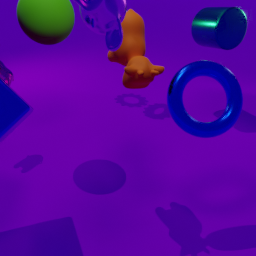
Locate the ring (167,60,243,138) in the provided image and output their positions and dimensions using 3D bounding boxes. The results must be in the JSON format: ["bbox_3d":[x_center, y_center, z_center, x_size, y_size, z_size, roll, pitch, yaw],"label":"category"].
[{"bbox_3d":[1.212,-0.455,4.402,1.228,1.228,0.246,-4,-4,-7],"label":"ring"}]

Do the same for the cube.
[{"bbox_3d":[-2.191,-0.283,4.162,1.053,1.053,1.053,-46,13,-10],"label":"cube"}]

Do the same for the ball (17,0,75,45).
[{"bbox_3d":[-1.651,-2.266,5.670,1.123,1.123,1.123,0,30,0],"label":"ball"}]

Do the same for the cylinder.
[{"bbox_3d":[2.601,-2.881,8.071,1.118,1.118,1.118,-13,26,-21],"label":"cylinder"}]

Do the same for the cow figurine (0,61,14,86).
[{"bbox_3d":[-2.948,-1.405,6.298,0.518,0.944,0.929,-11,55,40],"label":"cow figurine"}]

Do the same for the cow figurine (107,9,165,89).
[{"bbox_3d":[0.086,-1.247,4.437,0.667,1.215,1.195,-6,18,-22],"label":"cow figurine"}]

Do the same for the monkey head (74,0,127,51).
[{"bbox_3d":[-0.207,-1.538,3.292,0.831,0.696,1.155,-17,65,23],"label":"monkey head"}]
